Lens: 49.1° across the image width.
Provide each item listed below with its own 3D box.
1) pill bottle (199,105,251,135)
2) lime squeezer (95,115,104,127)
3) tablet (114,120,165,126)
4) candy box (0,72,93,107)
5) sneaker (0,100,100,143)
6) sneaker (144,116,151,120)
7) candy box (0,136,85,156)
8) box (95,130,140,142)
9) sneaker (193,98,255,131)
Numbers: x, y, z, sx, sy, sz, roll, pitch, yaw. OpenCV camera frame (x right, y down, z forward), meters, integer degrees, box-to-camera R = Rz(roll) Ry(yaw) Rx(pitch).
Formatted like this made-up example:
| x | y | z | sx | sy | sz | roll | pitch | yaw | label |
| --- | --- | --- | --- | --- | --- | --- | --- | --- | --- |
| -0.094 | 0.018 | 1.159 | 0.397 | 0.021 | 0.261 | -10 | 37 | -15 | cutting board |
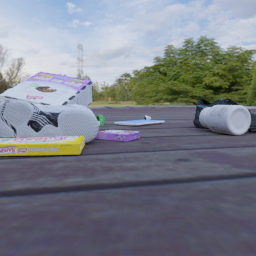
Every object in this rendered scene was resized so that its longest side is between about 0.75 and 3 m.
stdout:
| x | y | z | sx | sy | sz | roll | pitch | yaw | label |
| --- | --- | --- | --- | --- | --- | --- | --- | --- | --- |
| 3.097 | -0.294 | 9.180 | 0.923 | 0.923 | 1.614 | -2 | 6 | -20 | pill bottle |
| -1.572 | -0.291 | 12.435 | 2.350 | 0.443 | 0.830 | 8 | 40 | 46 | lime squeezer |
| 0.542 | -0.238 | 12.481 | 1.353 | 0.142 | 2.079 | 5 | 6 | 40 | tablet |
| -2.865 | -1.076 | 10.315 | 2.304 | 0.983 | 2.747 | 12 | 30 | 11 | candy box |
| -2.082 | -0.153 | 7.458 | 2.795 | 1.050 | 1.606 | 5 | 6 | 2 | sneaker |
| 1.026 | -0.507 | 14.394 | 0.335 | 0.288 | 0.790 | -2 | 4 | 0 | sneaker |
| -2.042 | 0.360 | 5.875 | 2.175 | 0.287 | 1.112 | -1 | 8 | -5 | candy box |
| -0.289 | 0.204 | 7.792 | 1.034 | 0.202 | 0.708 | 4 | 7 | 31 | box |
| 3.663 | -0.490 | 10.099 | 2.922 | 1.158 | 1.102 | 7 | 7 | 42 | sneaker |
